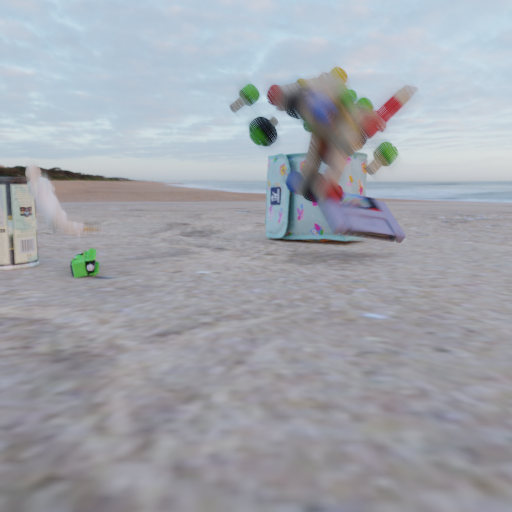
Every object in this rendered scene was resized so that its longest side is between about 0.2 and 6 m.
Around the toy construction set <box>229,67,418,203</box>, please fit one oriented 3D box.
[{"bbox_3d":[1.015,-1.562,6.224,1.439,1.562,1.872,-45,27,-24],"label":"toy construction set"}]

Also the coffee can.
[{"bbox_3d":[-3.825,-0.506,8.429,0.985,1.346,0.985,0,7,0],"label":"coffee can"}]

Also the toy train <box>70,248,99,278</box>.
[{"bbox_3d":[-2.454,0.103,8.011,0.380,0.281,1.348,-13,10,-14],"label":"toy train"}]

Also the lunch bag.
[{"bbox_3d":[1.190,-1.322,12.449,2.340,1.994,1.427,4,7,32],"label":"lunch bag"}]

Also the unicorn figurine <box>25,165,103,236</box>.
[{"bbox_3d":[-2.631,-0.622,7.294,0.460,1.245,0.855,-45,14,-12],"label":"unicorn figurine"}]

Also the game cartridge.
[{"bbox_3d":[1.769,-0.686,9.531,1.466,0.281,0.950,6,47,-29],"label":"game cartridge"}]
